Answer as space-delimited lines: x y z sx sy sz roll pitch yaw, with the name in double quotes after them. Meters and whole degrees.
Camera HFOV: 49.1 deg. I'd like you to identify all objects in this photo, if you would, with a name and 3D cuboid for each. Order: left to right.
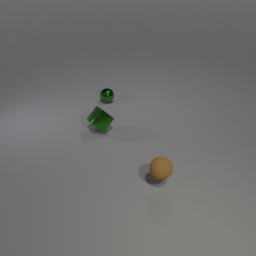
-1.121 -0.357 11.240 0.700 0.700 0.700 -54 28 -3 "cube"
-1.012 -1.583 13.574 0.700 0.700 0.700 0 32 0 "ball"
0.990 1.204 8.361 0.700 0.700 0.700 0 32 0 "ball"
